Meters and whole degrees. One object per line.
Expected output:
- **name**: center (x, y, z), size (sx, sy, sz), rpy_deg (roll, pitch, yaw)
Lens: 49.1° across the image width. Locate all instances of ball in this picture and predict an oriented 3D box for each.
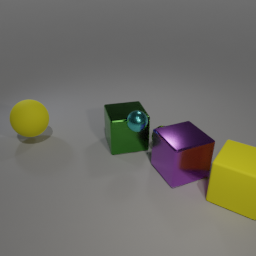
- **ball**: center (-3.673, -0.362, 10.477), size (1.400, 1.400, 1.400), rpy_deg (0, 30, 0)
- **ball**: center (0.294, -0.216, 9.085), size (0.700, 0.700, 0.700), rpy_deg (0, 30, 0)

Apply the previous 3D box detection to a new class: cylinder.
- **cylinder**: center (1.324, 0.368, 10.115), size (0.700, 0.700, 0.700), rpy_deg (-24, 49, 31)

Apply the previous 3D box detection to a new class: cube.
- **cube**: center (-0.069, -0.033, 10.361), size (1.400, 1.400, 1.400), rpy_deg (-7, 31, -12)
- **cube**: center (1.690, 0.794, 8.924), size (1.400, 1.400, 1.400), rpy_deg (-12, 33, -20)
- **cube**: center (3.184, 1.395, 7.889), size (1.400, 1.400, 1.400), rpy_deg (18, 35, 28)
